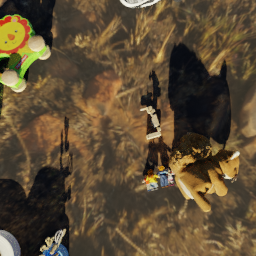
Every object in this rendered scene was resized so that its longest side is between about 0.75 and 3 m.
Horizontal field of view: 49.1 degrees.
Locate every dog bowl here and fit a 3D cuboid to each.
[{"bbox_3d":[-2.336,4.468,8.815,0.846,0.376,1.517,-2,79,0],"label":"dog bowl"}]

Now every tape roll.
[{"bbox_3d":[-4.242,4.068,8.786,1.600,0.560,1.600,0,80,0],"label":"tape roll"}]

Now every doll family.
[{"bbox_3d":[1.026,1.627,9.224,1.129,0.509,0.701,-13,79,-2],"label":"doll family"}]

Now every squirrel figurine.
[{"bbox_3d":[2.435,1.111,8.750,2.021,1.532,2.165,-32,91,-8],"label":"squirrel figurine"}]

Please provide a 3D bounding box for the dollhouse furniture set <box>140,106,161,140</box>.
[{"bbox_3d":[0.744,-0.211,9.528,0.472,0.553,1.066,-16,81,-5],"label":"dollhouse furniture set"}]

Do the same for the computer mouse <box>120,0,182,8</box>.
[{"bbox_3d":[0.825,-5.054,10.385,2.505,0.549,1.373,-19,86,-9],"label":"computer mouse"}]

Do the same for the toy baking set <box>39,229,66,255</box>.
[{"bbox_3d":[-2.228,3.574,8.334,0.147,1.265,0.971,16,101,21],"label":"toy baking set"}]

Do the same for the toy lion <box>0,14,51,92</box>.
[{"bbox_3d":[-4.122,-2.803,9.936,2.272,0.814,2.371,32,82,12],"label":"toy lion"}]
